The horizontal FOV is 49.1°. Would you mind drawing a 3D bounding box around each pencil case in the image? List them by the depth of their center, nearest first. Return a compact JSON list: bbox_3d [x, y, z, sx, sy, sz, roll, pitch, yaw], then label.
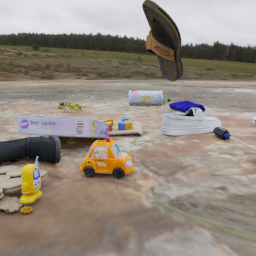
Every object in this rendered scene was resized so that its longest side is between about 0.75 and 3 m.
[{"bbox_3d":[1.044,-1.814,16.794,2.158,0.897,0.979,1,10,2],"label":"pencil case"}]

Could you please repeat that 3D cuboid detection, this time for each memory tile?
[{"bbox_3d":[-2.567,1.069,5.037,1.474,0.161,1.923,1,12,33],"label":"memory tile"}]

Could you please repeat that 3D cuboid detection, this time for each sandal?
[{"bbox_3d":[0.936,-2.339,8.221,0.774,2.836,1.159,-41,56,-13],"label":"sandal"}]

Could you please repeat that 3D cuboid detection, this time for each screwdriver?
[{"bbox_3d":[3.087,0.303,8.300,0.355,0.341,2.442,28,7,-7],"label":"screwdriver"}]

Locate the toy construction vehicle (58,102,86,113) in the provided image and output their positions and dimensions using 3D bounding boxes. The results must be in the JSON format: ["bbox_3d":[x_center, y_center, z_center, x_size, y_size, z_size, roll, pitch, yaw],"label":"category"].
[{"bbox_3d":[-2.990,-1.051,14.587,1.342,0.473,1.168,7,3,19],"label":"toy construction vehicle"}]

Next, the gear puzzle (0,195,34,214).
[{"bbox_3d":[-1.882,1.275,4.571,0.808,0.106,0.418,7,13,19],"label":"gear puzzle"}]

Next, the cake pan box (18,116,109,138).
[{"bbox_3d":[-1.831,-0.008,8.270,2.181,0.570,2.009,3,-4,8],"label":"cake pan box"}]

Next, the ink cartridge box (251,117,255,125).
[{"bbox_3d":[5.603,-0.228,11.051,1.168,0.254,1.014,2,13,8],"label":"ink cartridge box"}]

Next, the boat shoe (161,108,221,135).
[{"bbox_3d":[2.270,-0.290,9.904,2.480,0.850,0.893,-4,13,-20],"label":"boat shoe"}]

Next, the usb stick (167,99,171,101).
[{"bbox_3d":[2.308,-1.892,18.839,1.087,0.177,0.301,4,6,17],"label":"usb stick"}]

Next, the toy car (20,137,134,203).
[{"bbox_3d":[-0.785,0.695,5.330,1.186,0.805,2.419,5,10,26],"label":"toy car"}]

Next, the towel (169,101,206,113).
[{"bbox_3d":[3.113,-1.163,14.887,1.279,0.429,1.732,-4,13,-21],"label":"towel"}]

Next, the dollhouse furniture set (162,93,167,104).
[{"bbox_3d":[1.790,-1.827,17.346,1.296,0.648,0.500,-2,-6,40],"label":"dollhouse furniture set"}]

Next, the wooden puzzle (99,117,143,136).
[{"bbox_3d":[-0.432,-0.096,10.004,1.886,0.437,1.747,0,12,1],"label":"wooden puzzle"}]

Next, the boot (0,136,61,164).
[{"bbox_3d":[-2.711,0.558,6.380,2.010,0.660,1.657,-2,1,-32],"label":"boot"}]
